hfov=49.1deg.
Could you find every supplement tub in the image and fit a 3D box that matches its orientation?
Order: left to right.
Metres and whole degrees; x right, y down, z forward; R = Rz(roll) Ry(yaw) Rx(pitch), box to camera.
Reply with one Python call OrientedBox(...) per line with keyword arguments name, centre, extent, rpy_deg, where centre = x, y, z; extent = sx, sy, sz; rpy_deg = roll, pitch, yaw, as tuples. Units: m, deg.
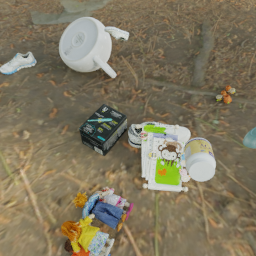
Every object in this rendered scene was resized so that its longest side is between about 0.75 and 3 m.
OrientedBox(name="supplement tub", centre=(2.176, 0.943, 8.530), extent=(0.876, 0.876, 1.205), rpy_deg=(5, 31, 4))

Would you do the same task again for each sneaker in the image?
OrientedBox(name="sneaker", centre=(-5.591, -3.333, 14.016), extent=(1.841, 0.798, 0.690), rpy_deg=(-29, 59, -19))
OrientedBox(name="sneaker", centre=(-0.465, -3.784, 11.291), extent=(1.043, 0.381, 0.369), rpy_deg=(11, 84, -13))
OrientedBox(name="sneaker", centre=(1.279, 0.231, 11.137), extent=(2.538, 1.022, 0.969), rpy_deg=(-4, 51, -5))

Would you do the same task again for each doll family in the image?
OrientedBox(name="doll family", centre=(-1.075, 2.901, 8.908), extent=(1.751, 1.272, 2.822), rpy_deg=(20, 55, 15))

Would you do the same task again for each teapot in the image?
OrientedBox(name="teapot", centre=(-1.805, -3.801, 13.686), extent=(2.746, 2.032, 2.783), rpy_deg=(0, 76, 28))

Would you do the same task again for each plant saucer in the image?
OrientedBox(name="plant saucer", centre=(3.917, 0.153, 8.085), extent=(1.251, 0.241, 1.251), rpy_deg=(-26, 16, 8))

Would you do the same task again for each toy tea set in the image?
OrientedBox(name="toy tea set", centre=(4.602, -1.505, 12.946), extent=(1.134, 0.420, 0.674), rpy_deg=(-44, 35, -25))

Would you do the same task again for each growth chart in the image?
OrientedBox(name="growth chart", centre=(1.310, 1.072, 10.371), extent=(1.884, 0.231, 2.604), rpy_deg=(-5, 80, 3))

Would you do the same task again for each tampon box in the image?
OrientedBox(name="tampon box", centre=(-0.961, 0.059, 11.257), extent=(1.196, 1.007, 1.595), rpy_deg=(29, 58, 20))
